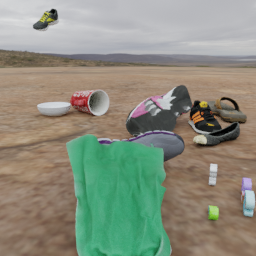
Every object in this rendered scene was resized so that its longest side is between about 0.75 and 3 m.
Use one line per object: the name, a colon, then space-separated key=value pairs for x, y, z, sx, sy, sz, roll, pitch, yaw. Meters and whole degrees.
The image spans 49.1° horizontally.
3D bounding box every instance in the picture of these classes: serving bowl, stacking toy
serving bowl: x=-2.824 y=-0.700 z=10.782 sx=1.250 sy=0.411 sz=1.250 roll=0 pitch=16 yaw=0
stacking toy: x=1.909 y=1.042 z=4.441 sx=1.210 sy=0.377 sz=1.605 roll=4 pitch=16 yaw=16

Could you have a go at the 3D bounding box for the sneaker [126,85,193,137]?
sneaker: x=0.868 y=-0.360 z=8.762 sx=1.279 sy=1.190 sz=2.963 roll=-24 pitch=0 yaw=44

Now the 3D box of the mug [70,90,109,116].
mug: x=-1.669 y=-1.116 z=11.032 sx=1.307 sy=0.982 sz=1.473 roll=31 pitch=-12 yaw=-40

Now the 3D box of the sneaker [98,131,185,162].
sneaker: x=0.120 y=0.619 z=5.614 sx=2.072 sy=0.771 sz=0.907 roll=-8 pitch=24 yaw=9

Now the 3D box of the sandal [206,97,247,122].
sandal: x=3.666 y=-0.798 z=10.561 sx=1.061 sy=0.709 sz=2.598 roll=0 pitch=15 yaw=0

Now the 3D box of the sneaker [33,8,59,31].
sneaker: x=-2.929 y=-3.856 z=9.903 sx=0.470 sy=0.534 sz=1.262 roll=24 pitch=46 yaw=10

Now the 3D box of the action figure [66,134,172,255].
action figure: x=-0.106 y=1.019 z=3.728 sx=1.729 sy=0.800 sz=2.926 roll=0 pitch=22 yaw=-5

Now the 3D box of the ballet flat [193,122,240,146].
ballet flat: x=2.355 y=0.162 z=7.477 sx=1.660 sy=0.472 sz=0.552 roll=-10 pitch=18 yaw=-33

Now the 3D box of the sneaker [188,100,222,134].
sneaker: x=2.347 y=-0.371 z=8.707 sx=0.664 sy=0.855 sz=1.899 roll=-1 pitch=15 yaw=-5
